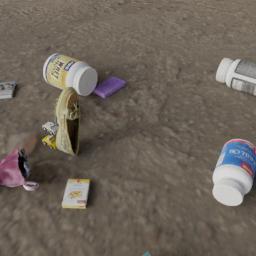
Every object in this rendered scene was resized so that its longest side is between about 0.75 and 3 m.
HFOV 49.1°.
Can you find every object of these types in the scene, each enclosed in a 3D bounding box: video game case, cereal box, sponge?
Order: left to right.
[{"bbox_3d":[-6.271,-1.790,13.589,1.390,0.160,1.266,-7,41,-7],"label":"video game case"},{"bbox_3d":[-1.653,2.097,9.005,0.733,0.201,1.019,1,41,1],"label":"cereal box"},{"bbox_3d":[-0.933,-2.036,13.820,0.857,0.229,1.535,29,48,30],"label":"sponge"}]

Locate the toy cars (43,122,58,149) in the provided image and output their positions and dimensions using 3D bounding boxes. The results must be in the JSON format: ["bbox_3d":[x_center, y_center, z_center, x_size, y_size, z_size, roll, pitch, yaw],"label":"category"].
[{"bbox_3d":[-3.048,0.203,11.102,0.722,0.357,1.611,-8,41,-10],"label":"toy cars"}]

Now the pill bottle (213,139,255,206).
[{"bbox_3d":[3.449,1.421,9.051,1.192,1.192,2.124,18,44,20],"label":"pill bottle"}]

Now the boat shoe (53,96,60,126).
[{"bbox_3d":[-2.840,-0.744,11.880,0.530,0.627,1.760,-12,47,18],"label":"boat shoe"}]

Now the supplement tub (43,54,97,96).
[{"bbox_3d":[-2.716,-2.509,13.296,2.214,1.599,1.599,24,46,26],"label":"supplement tub"}]

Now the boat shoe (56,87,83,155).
[{"bbox_3d":[-2.005,-0.223,9.999,0.782,2.497,0.915,24,31,28],"label":"boat shoe"}]

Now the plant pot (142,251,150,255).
[{"bbox_3d":[0.347,3.649,6.712,0.906,0.964,0.964,-29,47,-9],"label":"plant pot"}]

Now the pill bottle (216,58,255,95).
[{"bbox_3d":[5.624,-2.461,13.407,2.473,1.399,1.399,25,47,26],"label":"pill bottle"}]

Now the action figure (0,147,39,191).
[{"bbox_3d":[-4.332,1.634,9.124,2.378,1.771,1.593,-28,6,-10],"label":"action figure"}]
